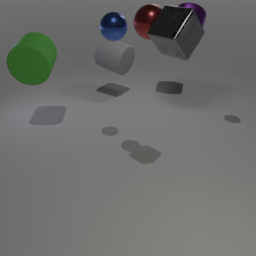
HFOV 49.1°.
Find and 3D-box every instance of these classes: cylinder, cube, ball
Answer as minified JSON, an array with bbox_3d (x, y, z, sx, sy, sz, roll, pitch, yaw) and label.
[{"bbox_3d":[-0.621,-3.374,13.148,1.400,1.400,1.400,27,37,22],"label":"cylinder"},{"bbox_3d":[0.949,-1.866,5.509,0.700,0.700,0.700,29,-5,39],"label":"cube"},{"bbox_3d":[-3.250,-2.397,9.633,1.400,1.400,1.400,-1,36,-3],"label":"cylinder"},{"bbox_3d":[2.554,-4.404,12.164,1.400,1.400,1.400,17,-13,4],"label":"cylinder"},{"bbox_3d":[0.466,-2.221,5.885,0.700,0.700,0.700,0,28,0],"label":"ball"},{"bbox_3d":[-0.363,-2.556,7.076,0.700,0.700,0.700,0,28,0],"label":"ball"}]
